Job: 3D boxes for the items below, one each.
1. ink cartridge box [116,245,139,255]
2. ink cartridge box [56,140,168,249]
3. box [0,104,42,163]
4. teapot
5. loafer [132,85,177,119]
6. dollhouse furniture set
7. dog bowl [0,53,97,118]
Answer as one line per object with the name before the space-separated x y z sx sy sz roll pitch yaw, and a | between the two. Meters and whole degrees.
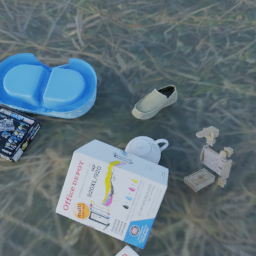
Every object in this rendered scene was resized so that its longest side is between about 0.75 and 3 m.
ink cartridge box | -0.114 3.436 4.468 2.169 1.597 1.569 -36 104 -18
ink cartridge box | -0.265 1.272 5.864 1.868 1.351 1.375 20 98 7
box | -3.319 0.079 7.454 1.544 0.355 1.227 21 62 11
teapot | 0.363 0.568 6.927 0.957 0.708 0.970 27 68 23
loafer | 0.736 -0.761 7.594 1.533 0.523 0.580 -32 55 -27
dollhouse furniture set | 1.789 0.776 6.235 0.629 1.421 0.736 -20 37 -27
dog bowl | -2.241 -1.108 7.756 2.965 0.735 1.652 8 68 10
